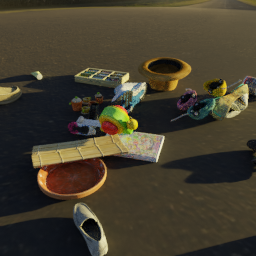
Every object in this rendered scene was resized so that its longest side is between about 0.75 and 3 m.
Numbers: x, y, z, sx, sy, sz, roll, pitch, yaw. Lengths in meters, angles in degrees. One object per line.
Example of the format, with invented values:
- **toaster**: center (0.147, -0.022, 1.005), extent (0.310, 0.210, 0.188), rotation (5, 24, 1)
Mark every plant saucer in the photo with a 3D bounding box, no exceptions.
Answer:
- **plant saucer**: center (-1.571, 1.357, 7.969), extent (1.911, 0.309, 1.911), rotation (-1, 30, 0)

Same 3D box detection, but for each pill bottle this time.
- **pill bottle**: center (6.177, -1.920, 13.243), extent (1.379, 0.799, 0.799), rotation (24, 37, 35)

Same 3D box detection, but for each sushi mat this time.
- **sushi mat**: center (-1.525, 0.686, 8.810), extent (2.877, 0.174, 1.376), rotation (-8, 25, -14)

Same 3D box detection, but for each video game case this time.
- **video game case**: center (0.120, 0.546, 9.519), extent (2.005, 0.181, 1.436), rotation (8, 31, 14)

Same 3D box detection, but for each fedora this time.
- **fedora**: center (1.804, -2.630, 14.138), extent (2.828, 1.153, 2.828), rotation (-1, 34, 0)

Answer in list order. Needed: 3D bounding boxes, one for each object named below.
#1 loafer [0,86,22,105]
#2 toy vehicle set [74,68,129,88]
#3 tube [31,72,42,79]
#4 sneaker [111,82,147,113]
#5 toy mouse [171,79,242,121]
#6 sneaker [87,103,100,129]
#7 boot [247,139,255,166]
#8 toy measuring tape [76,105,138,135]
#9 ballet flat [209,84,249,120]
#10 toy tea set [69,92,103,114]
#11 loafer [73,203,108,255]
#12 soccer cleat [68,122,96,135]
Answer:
- **loafer**: center (-5.952, -1.472, 12.388), extent (0.957, 0.849, 2.518), rotation (26, 39, 38)
- **toy vehicle set**: center (-1.403, -2.738, 15.154), extent (2.513, 0.333, 1.561), rotation (11, 31, 19)
- **tube**: center (-5.106, -2.994, 15.678), extent (0.343, 0.307, 1.181), rotation (28, 5, -36)
- **sneaker**: center (-0.199, -1.381, 12.129), extent (1.176, 1.017, 2.713), rotation (15, 25, 20)
- **toy mouse**: center (2.783, -0.956, 11.300), extent (2.581, 0.562, 2.904), rotation (-44, 24, -8)
- **sneaker**: center (-1.404, -0.471, 10.805), extent (0.472, 0.670, 1.262), rotation (3, 30, 4)
- **boot**: center (4.129, 0.844, 8.758), extent (1.198, 0.415, 1.043), rotation (28, 39, 36)
- **toy measuring tape**: center (-0.885, -0.343, 9.597), extent (2.753, 1.013, 1.013), rotation (10, 30, 35)
- **ballet flat**: center (4.390, -1.021, 11.664), extent (2.940, 1.039, 1.039), rotation (-25, 38, -38)
- **toy tea set**: center (-1.750, -1.203, 12.163), extent (0.978, 0.609, 1.644), rotation (13, 32, 22)
- **loafer**: center (-0.866, 2.167, 6.301), extent (0.530, 0.529, 1.515), rotation (-16, 33, -26)
- **soccer cleat**: center (-1.685, 0.073, 10.213), extent (1.231, 0.430, 0.532), rotation (13, -5, 41)
